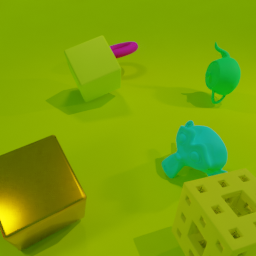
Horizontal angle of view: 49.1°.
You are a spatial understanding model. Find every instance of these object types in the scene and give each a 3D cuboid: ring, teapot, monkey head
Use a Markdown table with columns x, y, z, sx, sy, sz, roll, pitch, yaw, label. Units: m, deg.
| x | y | z | sx | sy | sz | roll | pitch | yaw | label |
| --- | --- | --- | --- | --- | --- | --- | --- | --- | --- |
| -0.401 | -3.012 | 10.908 | 1.630 | 0.326 | 1.630 | -13 | 25 | 6 | ring |
| 2.963 | -1.745 | 9.017 | 0.962 | 1.964 | 1.221 | 4 | 4 | -14 | teapot |
| 1.543 | 0.627 | 6.523 | 1.152 | 1.375 | 1.911 | 13 | 38 | -46 | monkey head |

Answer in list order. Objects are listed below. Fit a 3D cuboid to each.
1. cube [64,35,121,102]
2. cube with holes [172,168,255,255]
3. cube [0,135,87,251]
| x | y | z | sx | sy | sz | roll | pitch | yaw | label |
| --- | --- | --- | --- | --- | --- | --- | --- | --- | --- |
| -1.094 | -1.863 | 9.031 | 1.336 | 1.336 | 1.336 | -25 | 75 | -9 | cube |
| 1.578 | 1.570 | 4.369 | 1.201 | 1.201 | 1.201 | -9 | 36 | -19 | cube with holes |
| -1.600 | 1.147 | 4.920 | 1.300 | 1.300 | 1.300 | -23 | 67 | -22 | cube |
